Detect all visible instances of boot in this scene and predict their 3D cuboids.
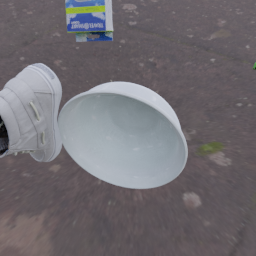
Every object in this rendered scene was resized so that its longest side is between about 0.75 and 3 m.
[{"bbox_3d":[-1.283,0.064,3.385,0.639,1.739,0.831,33,52,13],"label":"boot"}]

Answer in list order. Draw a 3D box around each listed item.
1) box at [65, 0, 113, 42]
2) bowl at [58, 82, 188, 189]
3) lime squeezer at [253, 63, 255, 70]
[{"bbox_3d":[-1.093,-3.499,7.729,1.296,2.126,0.507,6,18,21],"label":"box"},{"bbox_3d":[-0.011,0.006,3.952,1.771,1.771,0.796,12,43,12],"label":"bowl"},{"bbox_3d":[2.384,-0.937,4.569,0.511,0.957,2.709,24,36,-2],"label":"lime squeezer"}]
